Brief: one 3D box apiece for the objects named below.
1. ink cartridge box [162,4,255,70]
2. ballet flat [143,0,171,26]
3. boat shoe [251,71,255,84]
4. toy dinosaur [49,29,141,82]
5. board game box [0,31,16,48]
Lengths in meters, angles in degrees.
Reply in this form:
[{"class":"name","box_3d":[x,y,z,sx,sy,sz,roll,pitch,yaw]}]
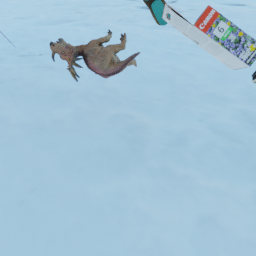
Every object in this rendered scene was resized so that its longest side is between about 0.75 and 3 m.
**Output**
[{"class":"ink cartridge box","box_3d":[2.195,-2.610,7.564,2.648,0.667,1.443,36,9,-2]},{"class":"ballet flat","box_3d":[0.752,-4.195,8.772,0.724,2.136,0.773,-32,50,12]},{"class":"boat shoe","box_3d":[3.925,-2.371,7.354,0.807,2.592,0.967,30,35,15]},{"class":"toy dinosaur","box_3d":[-0.922,-2.059,8.605,2.780,1.193,1.884,28,55,34]},{"class":"board game box","box_3d":[-4.163,-2.998,7.531,1.982,2.508,0.488,45,84,2]}]
